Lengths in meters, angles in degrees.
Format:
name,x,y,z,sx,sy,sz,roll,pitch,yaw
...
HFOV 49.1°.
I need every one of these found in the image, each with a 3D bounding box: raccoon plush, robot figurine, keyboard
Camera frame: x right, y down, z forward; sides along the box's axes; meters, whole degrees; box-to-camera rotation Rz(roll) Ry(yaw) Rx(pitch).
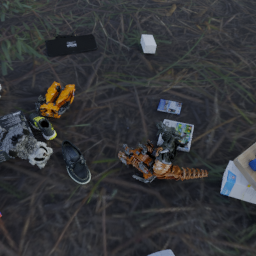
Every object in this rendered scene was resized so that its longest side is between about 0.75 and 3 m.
name,x,y,z,sx,sy,sz,roll,pitch,yaw
raccoon plush,-3.568,0.539,9.791,1.034,1.433,2.138,-52,46,-5
robot figurine,-2.956,-1.147,11.668,1.420,0.570,1.959,9,48,8
keyboard,-2.976,-4.380,14.760,2.618,0.519,1.362,-11,72,-11

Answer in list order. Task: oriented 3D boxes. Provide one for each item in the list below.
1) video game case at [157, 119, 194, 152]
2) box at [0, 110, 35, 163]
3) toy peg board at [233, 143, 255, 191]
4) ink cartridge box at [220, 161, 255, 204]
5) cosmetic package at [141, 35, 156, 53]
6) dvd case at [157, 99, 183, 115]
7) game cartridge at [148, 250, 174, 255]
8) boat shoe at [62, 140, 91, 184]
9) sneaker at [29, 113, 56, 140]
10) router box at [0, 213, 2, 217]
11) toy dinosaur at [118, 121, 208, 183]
name,x,y,z,sx,sy,sz,roll,pitch,yaw
video game case,1.834,0.265,10.700,1.184,0.143,1.299,12,49,11
box,-4.729,0.409,10.325,2.273,0.495,1.821,-24,53,-20
toy peg board,4.894,1.249,8.307,2.447,1.197,2.437,-25,73,-36
ink cartridge box,3.750,1.758,8.912,1.307,0.819,0.840,16,50,14
cosmetic package,1.050,-4.373,14.532,0.605,0.477,1.125,1,46,-9
dvd case,1.770,-0.902,11.774,0.971,0.085,0.693,12,48,11
game cartridge,0.663,3.940,7.341,1.621,0.328,1.081,-22,48,-18
boat shoe,-1.834,1.096,9.646,0.681,0.604,1.822,-19,51,-16
sneaker,-3.296,-0.211,10.775,1.554,0.658,0.579,36,57,28
router box,-5.111,2.402,8.573,1.719,0.468,1.915,-30,55,-24
toy dinosaur,1.163,1.044,9.473,2.880,1.471,1.955,24,73,1
